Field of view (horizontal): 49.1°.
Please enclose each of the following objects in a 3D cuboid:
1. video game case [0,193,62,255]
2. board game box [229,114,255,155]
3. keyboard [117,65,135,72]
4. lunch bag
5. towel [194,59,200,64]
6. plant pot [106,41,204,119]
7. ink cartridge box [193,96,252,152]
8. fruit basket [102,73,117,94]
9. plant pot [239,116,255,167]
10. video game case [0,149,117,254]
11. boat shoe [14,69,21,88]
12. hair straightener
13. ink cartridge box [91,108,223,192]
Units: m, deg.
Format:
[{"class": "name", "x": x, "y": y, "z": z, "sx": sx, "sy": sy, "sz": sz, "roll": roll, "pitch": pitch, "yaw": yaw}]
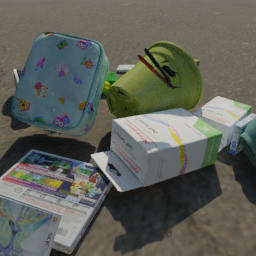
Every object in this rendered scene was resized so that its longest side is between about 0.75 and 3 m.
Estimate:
[{"class": "video game case", "x": -1.699, "y": 1.665, "z": 4.103, "sx": 0.140, "sy": 1.276, "sz": 1.163, "roll": -18, "pitch": 49, "yaw": 46}, {"class": "board game box", "x": 3.123, "y": 0.167, "z": 7.579, "sx": 0.905, "sy": 0.900, "sz": 0.196, "roll": -25, "pitch": 40, "yaw": -35}, {"class": "keyboard", "x": 0.984, "y": -2.774, "z": 12.893, "sx": 2.943, "sy": 0.157, "sz": 0.828, "roll": 2, "pitch": 34, "yaw": 8}, {"class": "lunch bag", "x": -1.848, "y": -1.200, "z": 8.164, "sx": 2.354, "sy": 1.131, "sz": 2.935, "roll": 13, "pitch": 78, "yaw": 6}, {"class": "towel", "x": 2.539, "y": -3.017, "z": 13.458, "sx": 1.988, "sy": 0.179, "sz": 0.855, "roll": -27, "pitch": 36, "yaw": -35}, {"class": "plant pot", "x": 0.642, "y": -1.055, "z": 8.564, "sx": 2.229, "sy": 2.425, "sz": 2.425, "roll": -37, "pitch": 46, "yaw": -28}, {"class": "ink cartridge box", "x": 2.686, "y": -0.180, "z": 8.334, "sx": 1.195, "sy": 0.687, "sz": 2.041, "roll": 24, "pitch": 39, "yaw": 33}, {"class": "fruit basket", "x": -0.848, "y": -1.680, "z": 10.981, "sx": 1.009, "sy": 0.727, "sz": 1.009, "roll": 0, "pitch": 75, "yaw": 0}, {"class": "plant pot", "x": 3.449, "y": 0.371, "z": 6.842, "sx": 1.087, "sy": 1.622, "sz": 1.622, "roll": -27, "pitch": 32, "yaw": 8}, {"class": "video game case", "x": -1.765, "y": 1.412, "z": 6.156, "sx": 2.433, "sy": 0.280, "sz": 2.217, "roll": 11, "pitch": 33, "yaw": 17}, {"class": "boat shoe", "x": -3.535, "y": -1.381, "z": 10.018, "sx": 0.803, "sy": 0.983, "sz": 2.661, "roll": -15, "pitch": 38, "yaw": -23}, {"class": "hair straightener", "x": 0.817, "y": -1.413, "z": 6.532, "sx": 0.489, "sy": 0.260, "sz": 1.271, "roll": -44, "pitch": 82, "yaw": -2}, {"class": "ink cartridge box", "x": 0.676, "y": 0.401, "z": 6.885, "sx": 2.833, "sy": 0.954, "sz": 1.659, "roll": -12, "pitch": 33, "yaw": -30}]
